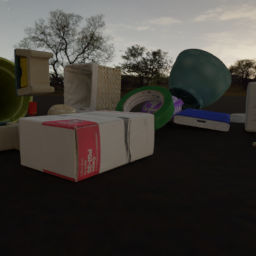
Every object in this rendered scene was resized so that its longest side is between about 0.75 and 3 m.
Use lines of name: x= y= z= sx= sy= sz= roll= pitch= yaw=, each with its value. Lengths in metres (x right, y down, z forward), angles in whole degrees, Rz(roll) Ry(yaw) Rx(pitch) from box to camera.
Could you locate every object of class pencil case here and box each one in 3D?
pencil case: x=1.298 y=-0.688 z=10.209 sx=1.056 sy=1.036 sz=2.470 roll=-38 pitch=-4 yaw=21

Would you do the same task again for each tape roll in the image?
tape roll: x=0.514 y=-0.606 z=8.596 sx=1.772 sy=0.426 sz=1.772 roll=-12 pitch=42 yaw=11

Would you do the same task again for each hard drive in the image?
hard drive: x=2.703 y=-0.345 z=9.894 sx=1.701 sy=0.327 sz=2.579 roll=10 pitch=11 yaw=19

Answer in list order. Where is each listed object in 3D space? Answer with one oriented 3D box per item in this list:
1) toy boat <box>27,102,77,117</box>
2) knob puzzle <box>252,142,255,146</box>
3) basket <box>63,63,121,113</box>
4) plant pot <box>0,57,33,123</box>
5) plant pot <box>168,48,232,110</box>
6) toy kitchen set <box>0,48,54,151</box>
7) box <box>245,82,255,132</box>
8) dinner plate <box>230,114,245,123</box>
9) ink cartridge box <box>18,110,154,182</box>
toy boat: x=-2.694 y=-0.423 z=9.978 sx=1.766 sy=0.821 sz=1.485 roll=7 pitch=11 yaw=-9
knob puzzle: x=3.776 y=0.323 z=6.302 sx=1.556 sy=0.216 sz=1.556 roll=0 pitch=8 yaw=0
basket: x=-1.864 y=-2.027 z=14.598 sx=2.512 sy=2.534 sz=2.038 roll=9 pitch=10 yaw=44
plant pot: x=-5.058 y=-1.100 z=10.083 sx=2.422 sy=2.422 sz=2.227 roll=-8 pitch=-1 yaw=-43
plant pot: x=2.782 y=-1.797 z=11.977 sx=2.613 sy=1.750 sz=2.613 roll=32 pitch=-18 yaw=12
toy kitchen set: x=-3.120 y=-0.618 z=5.850 sx=1.613 sy=2.194 sz=2.739 roll=9 pitch=12 yaw=43
box: x=4.536 y=-0.653 z=8.565 sx=1.729 sy=1.481 sz=1.720 roll=5 pitch=9 yaw=22
dinner plate: x=4.918 y=-0.408 z=11.341 sx=2.184 sy=0.265 sz=2.184 roll=1 pitch=8 yaw=0
ink cartridge box: x=-0.651 y=0.182 z=5.042 sx=1.485 sy=0.839 sz=2.027 roll=6 pitch=10 yaw=38
